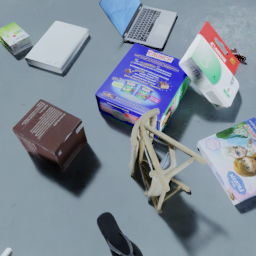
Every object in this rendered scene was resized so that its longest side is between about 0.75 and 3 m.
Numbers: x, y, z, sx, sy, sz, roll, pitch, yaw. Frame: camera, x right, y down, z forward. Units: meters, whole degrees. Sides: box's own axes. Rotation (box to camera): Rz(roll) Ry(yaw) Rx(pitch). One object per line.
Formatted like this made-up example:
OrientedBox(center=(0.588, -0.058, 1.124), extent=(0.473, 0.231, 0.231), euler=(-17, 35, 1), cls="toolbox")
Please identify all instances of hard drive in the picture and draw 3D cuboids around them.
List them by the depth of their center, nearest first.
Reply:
OrientedBox(center=(-2.872, -3.412, 11.588), extent=(1.636, 0.326, 2.481), euler=(18, 59, 11), cls="hard drive")

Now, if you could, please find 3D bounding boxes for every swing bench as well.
OrientedBox(center=(0.801, 0.943, 7.798), extent=(1.336, 2.048, 2.059), euler=(-31, 62, -18), cls="swing bench")

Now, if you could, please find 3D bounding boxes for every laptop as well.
OrientedBox(center=(0.569, -5.015, 11.864), extent=(2.729, 1.582, 2.555), euler=(17, 60, 11), cls="laptop")

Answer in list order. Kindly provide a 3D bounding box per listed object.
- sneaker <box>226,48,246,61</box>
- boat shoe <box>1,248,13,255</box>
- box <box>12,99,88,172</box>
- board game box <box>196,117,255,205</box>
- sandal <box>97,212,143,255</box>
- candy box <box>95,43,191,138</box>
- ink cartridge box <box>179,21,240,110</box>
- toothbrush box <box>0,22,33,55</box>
OrientedBox(center=(4.437, -3.026, 11.359), extent=(0.816, 0.309, 0.471), euler=(24, 58, 15), cls="sneaker")
OrientedBox(center=(-3.149, 3.718, 7.040), extent=(0.456, 0.463, 1.285), euler=(17, 70, 2), cls="boat shoe")
OrientedBox(center=(-2.354, 0.231, 8.667), extent=(1.623, 1.333, 1.346), euler=(28, 62, 16), cls="box")
OrientedBox(center=(3.625, 0.943, 8.677), extent=(2.150, 0.443, 2.155), euler=(-23, 60, -9), cls="board game box")
OrientedBox(center=(-0.263, 3.042, 7.449), extent=(0.681, 0.384, 1.791), euler=(-35, 64, -20), cls="sandal")
OrientedBox(center=(0.634, -1.414, 9.855), extent=(2.409, 1.098, 2.850), euler=(25, 62, 17), cls="candy box")
OrientedBox(center=(3.225, -2.403, 10.033), extent=(2.270, 0.706, 2.820), euler=(44, 61, -17), cls="ink cartridge box")
OrientedBox(center=(-4.749, -3.746, 11.676), extent=(0.900, 0.532, 1.236), euler=(-37, 66, -21), cls="toothbrush box")
